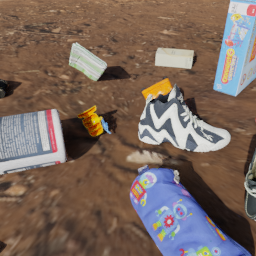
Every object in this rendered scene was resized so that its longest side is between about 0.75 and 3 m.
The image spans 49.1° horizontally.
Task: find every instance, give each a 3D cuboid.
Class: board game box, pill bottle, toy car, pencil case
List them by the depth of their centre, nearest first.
[{"bbox_3d":[0.856,1.484,4.133,0.868,0.966,2.223,31,12,-42],"label":"pencil case"},{"bbox_3d":[-2.276,0.307,5.656,1.909,1.142,1.142,-10,36,-14],"label":"pill bottle"},{"bbox_3d":[0.155,-0.410,7.384,2.738,1.343,0.911,-26,84,-8],"label":"toy car"},{"bbox_3d":[3.789,-2.728,8.714,0.753,2.695,2.639,25,41,32],"label":"board game box"}]

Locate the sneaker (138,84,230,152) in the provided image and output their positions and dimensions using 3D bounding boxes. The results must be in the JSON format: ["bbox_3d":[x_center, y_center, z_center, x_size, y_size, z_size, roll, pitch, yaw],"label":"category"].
[{"bbox_3d":[1.291,-0.284,6.248,2.068,1.346,0.825,9,25,14],"label":"sneaker"}]

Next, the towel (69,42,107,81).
[{"bbox_3d":[-1.264,-1.911,8.466,1.130,1.515,0.233,34,75,-10],"label":"towel"}]

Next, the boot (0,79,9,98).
[{"bbox_3d":[-4.185,-1.220,8.564,0.988,0.361,0.744,1,35,-5],"label":"boot"}]

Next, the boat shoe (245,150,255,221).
[{"bbox_3d":[2.101,0.804,4.432,0.467,1.549,0.586,4,19,-16],"label":"boat shoe"}]

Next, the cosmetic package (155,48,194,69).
[{"bbox_3d":[1.739,-2.624,10.494,1.351,0.494,0.699,8,35,9],"label":"cosmetic package"}]
